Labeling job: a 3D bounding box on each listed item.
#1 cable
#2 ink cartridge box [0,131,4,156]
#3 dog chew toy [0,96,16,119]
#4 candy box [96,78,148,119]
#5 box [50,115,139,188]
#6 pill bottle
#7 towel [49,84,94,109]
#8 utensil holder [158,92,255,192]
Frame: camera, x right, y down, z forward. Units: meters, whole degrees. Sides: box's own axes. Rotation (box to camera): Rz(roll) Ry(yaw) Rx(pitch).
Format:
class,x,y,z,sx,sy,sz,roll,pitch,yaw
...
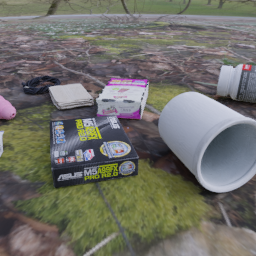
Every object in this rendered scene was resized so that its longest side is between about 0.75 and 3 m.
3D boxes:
class,x,y,z,sx,sy,sz,roll,pitch,yaw
cable,-4.226,-2.156,13.859,1.894,0.481,1.545,-15,31,-28
ink cartridge box,-4.444,0.863,7.864,1.403,0.553,2.821,-3,23,-9
dog chew toy,-4.934,-0.760,10.885,1.402,0.873,0.873,23,35,22
candy box,-0.149,-1.311,11.873,1.803,0.807,2.645,4,28,9
box,-1.171,0.534,8.540,2.304,0.637,2.876,-6,28,-13
pill bottle,5.403,-1.913,12.187,2.767,1.576,1.576,11,30,19
towel,-2.591,-1.445,12.602,1.613,0.420,2.434,-9,29,-20
utensil holder,2.174,0.231,7.707,2.025,2.025,2.383,-9,27,-16
